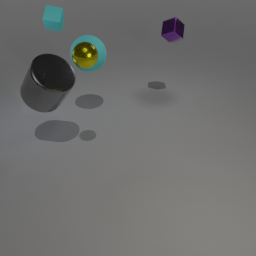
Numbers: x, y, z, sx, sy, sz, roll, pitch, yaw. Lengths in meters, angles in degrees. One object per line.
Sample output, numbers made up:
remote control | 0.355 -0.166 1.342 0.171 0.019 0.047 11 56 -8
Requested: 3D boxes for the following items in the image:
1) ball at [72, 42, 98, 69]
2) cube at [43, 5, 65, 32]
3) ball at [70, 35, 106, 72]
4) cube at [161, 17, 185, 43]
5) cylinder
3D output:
ball | -1.144 -1.944 7.495 0.700 0.700 0.700 0 33 0
cube | -3.079 -4.554 11.660 0.700 0.700 0.700 10 76 -5
ball | -1.551 -2.908 10.991 1.400 1.400 1.400 0 33 0
cube | 1.938 -4.217 12.080 0.700 0.700 0.700 -2 -14 43
cylinder | -2.584 -1.406 8.980 1.400 1.400 1.400 15 59 -27
